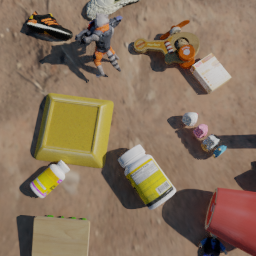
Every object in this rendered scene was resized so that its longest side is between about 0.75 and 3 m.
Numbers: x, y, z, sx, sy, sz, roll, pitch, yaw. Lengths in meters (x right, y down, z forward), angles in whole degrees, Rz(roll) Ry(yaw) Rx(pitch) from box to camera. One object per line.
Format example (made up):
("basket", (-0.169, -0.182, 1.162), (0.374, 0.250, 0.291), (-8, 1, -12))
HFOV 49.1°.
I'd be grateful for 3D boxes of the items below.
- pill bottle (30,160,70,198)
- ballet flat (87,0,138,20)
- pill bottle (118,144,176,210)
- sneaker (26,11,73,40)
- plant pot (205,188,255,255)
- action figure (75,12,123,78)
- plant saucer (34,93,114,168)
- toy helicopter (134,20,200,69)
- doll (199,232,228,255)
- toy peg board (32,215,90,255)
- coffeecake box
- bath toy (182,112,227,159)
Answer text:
("pill bottle", (-2.707, 1.760, 9.826), (1.344, 0.700, 0.700), (-43, 81, -9))
("ballet flat", (-0.443, -5.426, 11.334), (2.897, 1.039, 1.039), (-27, 79, -5))
("pill bottle", (0.613, 1.648, 9.615), (1.160, 1.160, 2.030), (-34, 79, -7))
("sneaker", (-3.043, -4.164, 11.176), (1.913, 0.669, 0.861), (16, 81, 6))
("plant pot", (3.570, 2.882, 9.054), (1.796, 2.030, 2.030), (16, 78, 14))
("action figure", (-0.685, -3.183, 10.134), (1.153, 2.133, 2.205), (32, 62, 32))
("plant saucer", (-1.993, -0.001, 10.264), (2.629, 0.637, 2.629), (7, 77, 1))
("toy helicopter", (1.485, -3.301, 10.886), (2.540, 1.002, 1.680), (6, 83, 13))
("doll", (2.881, 4.171, 9.466), (0.960, 0.341, 1.407), (8, 71, 10))
("toy peg board", (-2.167, 3.807, 9.412), (1.805, 0.883, 1.797), (4, 93, 2))
("coffeecake box", (3.181, -2.103, 10.821), (0.955, 0.455, 1.244), (-34, 79, -7))
("bath toy", (2.749, 0.185, 10.194), (0.711, 0.837, 1.924), (-26, 72, -40))
